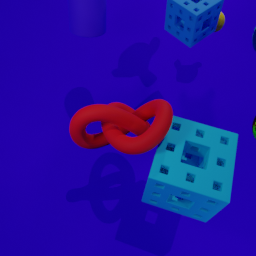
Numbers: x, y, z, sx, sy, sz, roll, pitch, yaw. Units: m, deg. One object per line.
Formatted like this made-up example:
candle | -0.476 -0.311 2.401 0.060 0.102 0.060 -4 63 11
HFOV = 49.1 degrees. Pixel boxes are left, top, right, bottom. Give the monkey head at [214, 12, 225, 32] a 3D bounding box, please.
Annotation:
monkey head | 2.129 -2.837 7.249 0.630 1.046 0.753 -28 77 22

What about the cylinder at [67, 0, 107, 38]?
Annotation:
cylinder | -0.879 -2.506 6.078 0.822 0.822 0.822 3 39 -2

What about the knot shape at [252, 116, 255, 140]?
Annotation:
knot shape | 2.760 -0.194 5.317 0.591 1.280 1.197 26 75 23

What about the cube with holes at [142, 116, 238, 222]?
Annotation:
cube with holes | 1.182 0.834 5.599 1.387 1.387 1.387 16 59 7

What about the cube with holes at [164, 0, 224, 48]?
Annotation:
cube with holes | 1.360 -2.386 5.900 0.798 0.798 0.798 -36 64 -18

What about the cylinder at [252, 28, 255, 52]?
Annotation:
cylinder | 2.567 -1.307 4.405 0.912 0.912 0.912 -15 66 38

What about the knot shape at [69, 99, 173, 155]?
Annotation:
knot shape | 0.039 -0.051 5.500 2.025 1.895 0.936 -10 98 -42
